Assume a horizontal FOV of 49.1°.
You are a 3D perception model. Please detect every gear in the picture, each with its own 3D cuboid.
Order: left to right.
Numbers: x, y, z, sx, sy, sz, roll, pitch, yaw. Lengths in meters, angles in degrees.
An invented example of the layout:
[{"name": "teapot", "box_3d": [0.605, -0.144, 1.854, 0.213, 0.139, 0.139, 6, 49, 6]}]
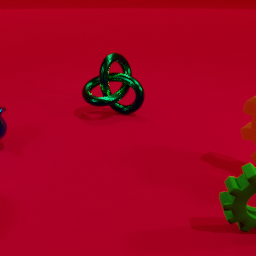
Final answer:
[{"name": "gear", "box_3d": [1.834, 0.921, 3.675, 1.180, 1.180, 0.218, 0, 33, 1]}, {"name": "gear", "box_3d": [2.943, 0.035, 4.527, 2.087, 2.087, 0.386, 22, 33, 39]}]

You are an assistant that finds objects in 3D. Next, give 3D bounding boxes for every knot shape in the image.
[{"name": "knot shape", "box_3d": [-0.273, -1.054, 7.643, 1.589, 1.698, 0.785, 40, -9, -4]}]

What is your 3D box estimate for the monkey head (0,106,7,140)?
[{"name": "monkey head", "box_3d": [-3.042, -0.116, 5.781, 1.018, 0.853, 1.415, 17, -8, -40]}]
